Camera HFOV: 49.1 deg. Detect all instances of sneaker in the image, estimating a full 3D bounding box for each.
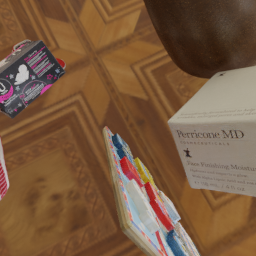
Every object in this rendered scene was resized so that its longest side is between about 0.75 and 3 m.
[{"bbox_3d":[-1.668,-1.334,5.294,1.029,0.579,0.367,0,67,-23],"label":"sneaker"}]

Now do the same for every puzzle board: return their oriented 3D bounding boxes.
[{"bbox_3d":[0.381,1.061,3.799,0.220,2.528,1.905,-38,111,5],"label":"puzzle board"}]

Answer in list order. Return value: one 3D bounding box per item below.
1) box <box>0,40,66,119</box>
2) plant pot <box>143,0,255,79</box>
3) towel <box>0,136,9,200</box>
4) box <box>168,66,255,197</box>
[{"bbox_3d":[-1.241,-0.581,3.202,0.814,0.467,0.538,-46,36,-20],"label":"box"},{"bbox_3d":[1.281,-2.678,4.908,2.747,2.939,2.747,-10,72,31],"label":"plant pot"},{"bbox_3d":[-2.073,0.280,3.958,0.283,2.487,1.791,-9,92,-13],"label":"towel"},{"bbox_3d":[2.134,-0.063,4.439,2.087,2.076,1.364,-40,117,-38],"label":"box"}]
